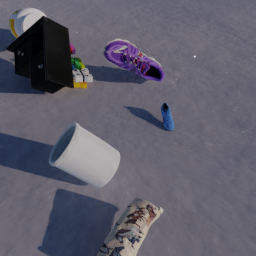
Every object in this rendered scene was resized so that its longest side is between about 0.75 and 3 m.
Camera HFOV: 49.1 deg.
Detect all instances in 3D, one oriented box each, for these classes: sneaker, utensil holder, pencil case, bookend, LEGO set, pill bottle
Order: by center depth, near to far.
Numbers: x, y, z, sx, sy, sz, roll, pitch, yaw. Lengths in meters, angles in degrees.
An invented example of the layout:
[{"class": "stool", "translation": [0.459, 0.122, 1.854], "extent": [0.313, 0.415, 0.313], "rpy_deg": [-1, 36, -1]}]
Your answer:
[{"class": "pencil case", "translation": [0.031, 2.175, 5.574], "extent": [0.755, 0.657, 1.688], "rpy_deg": [21, 56, 26]}, {"class": "utensil holder", "translation": [-1.028, 0.689, 6.758], "extent": [1.340, 1.139, 1.139], "rpy_deg": [35, 35, -24]}, {"class": "sneaker", "translation": [1.228, -0.358, 8.782], "extent": [0.312, 0.372, 0.948], "rpy_deg": [-11, 64, 2]}, {"class": "bookend", "translation": [-3.196, -2.218, 9.993], "extent": [2.391, 1.101, 2.375], "rpy_deg": [-20, 70, 35]}, {"class": "sneaker", "translation": [0.317, -2.399, 10.074], "extent": [2.493, 1.005, 1.040], "rpy_deg": [18, 20, -22]}, {"class": "LEGO set", "translation": [-2.258, -2.121, 10.527], "extent": [1.058, 0.983, 2.578], "rpy_deg": [-12, 45, -22]}, {"class": "pill bottle", "translation": [-4.312, -4.496, 12.378], "extent": [1.479, 1.479, 2.664], "rpy_deg": [-21, 28, -22]}]
